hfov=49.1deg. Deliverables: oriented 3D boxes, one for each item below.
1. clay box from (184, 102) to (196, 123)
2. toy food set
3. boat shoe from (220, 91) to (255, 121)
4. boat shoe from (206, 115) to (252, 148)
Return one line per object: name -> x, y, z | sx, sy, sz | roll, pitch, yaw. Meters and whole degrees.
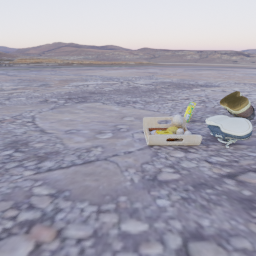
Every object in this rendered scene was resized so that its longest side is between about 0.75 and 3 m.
clay box -> 2.008, -0.519, 9.154 | 0.219, 0.527, 0.918 | 22, 21, 13
toy food set -> 1.074, 0.002, 7.293 | 1.250, 0.526, 1.742 | 0, 15, -1
boat shoe -> 3.685, -0.712, 9.478 | 0.808, 0.715, 2.206 | -33, 9, 18
boat shoe -> 2.435, 0.084, 6.809 | 0.656, 0.542, 1.753 | -21, 13, -10
